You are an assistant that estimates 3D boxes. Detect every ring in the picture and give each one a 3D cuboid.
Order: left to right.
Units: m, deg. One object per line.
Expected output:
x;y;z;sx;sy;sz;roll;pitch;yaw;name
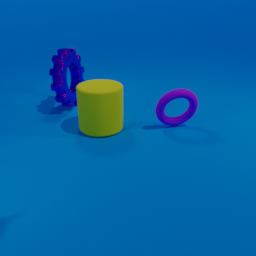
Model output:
1.457;-0.601;8.369;1.305;1.305;0.261;-5;42;-10;ring

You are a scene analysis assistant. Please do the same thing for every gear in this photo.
-2.080;-1.762;9.850;0.368;1.990;1.990;2;27;15;gear

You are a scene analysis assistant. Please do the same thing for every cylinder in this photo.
-0.822;-0.627;8.388;1.355;1.355;1.355;0;26;0;cylinder
